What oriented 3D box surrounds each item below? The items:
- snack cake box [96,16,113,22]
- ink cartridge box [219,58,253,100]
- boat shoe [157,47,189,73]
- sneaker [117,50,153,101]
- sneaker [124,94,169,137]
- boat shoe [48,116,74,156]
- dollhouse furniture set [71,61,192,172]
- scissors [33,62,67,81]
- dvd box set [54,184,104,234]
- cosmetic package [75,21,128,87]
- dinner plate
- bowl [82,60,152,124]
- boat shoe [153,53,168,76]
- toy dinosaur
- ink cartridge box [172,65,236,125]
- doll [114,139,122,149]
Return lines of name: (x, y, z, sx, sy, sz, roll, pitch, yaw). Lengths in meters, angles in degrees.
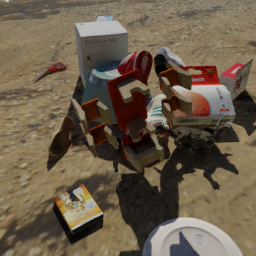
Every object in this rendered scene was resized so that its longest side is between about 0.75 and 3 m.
snack cake box: (-1.375, -5.162, 15.886, 0.933, 1.598, 2.778, 1, 36, 1)
ink cartridge box: (4.489, -2.111, 11.804, 0.696, 1.457, 1.660, 27, 43, 32)
boat shoe: (2.247, -3.295, 14.090, 0.918, 0.933, 2.630, 15, 25, -27)
sneaker: (0.074, -1.405, 8.975, 0.820, 2.092, 1.208, 20, 0, -29)
sneaker: (0.999, -0.236, 9.850, 1.217, 0.917, 2.603, 31, 45, 19)
boat shoe: (-2.292, 0.307, 9.332, 0.531, 0.587, 1.647, -22, 34, 31)
dollhouse furniture set: (0.131, -0.243, 7.319, 2.720, 2.691, 1.401, -24, 43, -12)
scissors: (-4.003, -2.797, 13.912, 0.827, 0.157, 2.260, 28, 45, 30)
dvd box set: (-1.283, 2.034, 7.178, 0.869, 0.175, 1.188, -21, 41, -25)
cosmetic package: (-1.200, -3.318, 12.638, 2.023, 2.418, 2.011, -9, 37, -12)
dinner plate: (1.428, 2.821, 6.051, 2.245, 0.272, 2.245, 1, 35, -1)
bowl: (-0.481, -1.611, 10.907, 2.900, 1.517, 2.900, -3, 38, 2)
boat shoe: (1.133, -1.868, 9.193, 0.517, 1.414, 0.443, -12, 66, 12)
toy dinosaur: (2.065, 0.360, 9.077, 2.550, 0.981, 1.304, -2, 24, 8)
ink cartridge box: (2.668, -1.450, 10.658, 2.227, 0.688, 2.746, -2, 65, -3)
doll: (-0.070, 0.572, 9.001, 1.456, 0.353, 0.993, 24, 23, 33)
